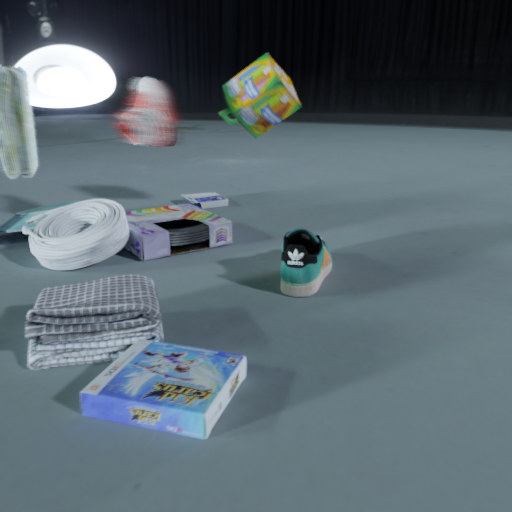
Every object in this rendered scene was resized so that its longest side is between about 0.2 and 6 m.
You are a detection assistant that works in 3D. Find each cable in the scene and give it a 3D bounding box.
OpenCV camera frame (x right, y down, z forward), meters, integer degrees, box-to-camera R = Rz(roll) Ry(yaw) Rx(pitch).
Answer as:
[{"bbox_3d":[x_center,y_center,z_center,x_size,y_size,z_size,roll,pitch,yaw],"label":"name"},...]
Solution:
[{"bbox_3d":[-3.291,-0.407,10.472,1.828,0.633,1.828,-26,37,-20],"label":"cable"}]

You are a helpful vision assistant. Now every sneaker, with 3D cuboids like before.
[{"bbox_3d":[-2.336,-2.968,11.366,0.974,0.607,1.818,-9,63,-32],"label":"sneaker"},{"bbox_3d":[0.900,-0.097,9.709,0.807,0.904,2.262,4,19,11],"label":"sneaker"}]

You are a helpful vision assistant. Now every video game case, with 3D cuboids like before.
[{"bbox_3d":[-0.961,1.396,6.138,1.400,0.318,1.269,5,20,16],"label":"video game case"}]

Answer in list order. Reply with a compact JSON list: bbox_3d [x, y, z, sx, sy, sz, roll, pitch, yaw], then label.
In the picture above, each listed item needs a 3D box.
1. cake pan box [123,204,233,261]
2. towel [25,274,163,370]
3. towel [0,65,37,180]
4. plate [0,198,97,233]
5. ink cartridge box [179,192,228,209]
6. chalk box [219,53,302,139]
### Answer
[{"bbox_3d":[-1.812,-0.542,11.652,1.991,0.566,2.162,-13,22,-28],"label":"cake pan box"},{"bbox_3d":[-2.117,0.769,7.375,1.706,0.730,1.412,-5,18,-13],"label":"towel"},{"bbox_3d":[-3.400,-1.891,7.914,0.420,1.494,1.746,-5,15,-18],"label":"towel"},{"bbox_3d":[-4.375,-0.961,12.466,2.643,0.338,2.643,-10,11,2],"label":"plate"},{"bbox_3d":[-1.411,-1.479,15.004,1.037,0.244,1.025,-10,22,-24],"label":"ink cartridge box"},{"bbox_3d":[-0.029,-3.537,12.843,1.063,1.704,1.056,33,31,-48],"label":"chalk box"}]
